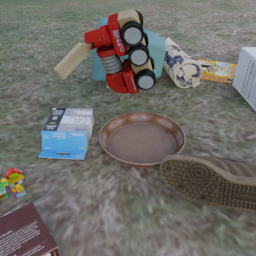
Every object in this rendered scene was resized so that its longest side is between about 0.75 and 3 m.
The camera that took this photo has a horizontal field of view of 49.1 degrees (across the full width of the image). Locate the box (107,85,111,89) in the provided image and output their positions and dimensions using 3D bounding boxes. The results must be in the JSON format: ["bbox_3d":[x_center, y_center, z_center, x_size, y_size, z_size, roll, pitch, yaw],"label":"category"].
[{"bbox_3d":[-0.286,-1.940,10.795,0.467,0.428,1.332,18,41,24],"label":"box"}]

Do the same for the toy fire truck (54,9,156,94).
[{"bbox_3d":[-0.492,-1.558,6.645,2.069,1.821,1.331,-11,40,12],"label":"toy fire truck"}]

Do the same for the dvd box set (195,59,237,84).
[{"bbox_3d":[3.560,-2.347,11.472,1.906,0.280,1.394,13,39,18],"label":"dvd box set"}]

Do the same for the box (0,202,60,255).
[{"bbox_3d":[-1.778,2.121,4.783,0.936,0.927,1.128,-23,42,-28],"label":"box"}]

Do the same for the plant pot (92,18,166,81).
[{"bbox_3d":[0.071,-2.734,10.144,2.453,1.734,1.733,7,38,-1],"label":"plant pot"}]

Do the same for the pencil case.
[{"bbox_3d":[1.837,-2.647,11.113,1.275,1.109,2.851,28,22,-36],"label":"pencil case"}]

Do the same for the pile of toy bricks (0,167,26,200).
[{"bbox_3d":[-2.899,1.345,6.084,1.329,0.656,0.737,-23,42,-28],"label":"pile of toy bricks"}]

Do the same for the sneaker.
[{"bbox_3d":[2.168,1.153,6.325,2.876,1.013,1.086,16,22,12],"label":"sneaker"}]

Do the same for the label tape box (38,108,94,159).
[{"bbox_3d":[-1.697,0.108,7.868,1.233,0.569,1.722,2,35,3],"label":"label tape box"}]

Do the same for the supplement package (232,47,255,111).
[{"bbox_3d":[4.837,-1.538,9.291,1.548,1.529,2.554,-3,36,-4],"label":"supplement package"}]

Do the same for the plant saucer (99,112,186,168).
[{"bbox_3d":[0.386,0.326,7.713,2.337,0.403,2.337,-1,36,1],"label":"plant saucer"}]
